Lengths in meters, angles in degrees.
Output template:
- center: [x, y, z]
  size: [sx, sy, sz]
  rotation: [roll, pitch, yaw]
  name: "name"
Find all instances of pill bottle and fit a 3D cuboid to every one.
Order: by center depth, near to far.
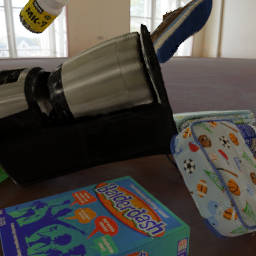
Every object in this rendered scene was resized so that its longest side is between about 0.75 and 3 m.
- center: [2.611, 0.259, 6.513]
  size: [1.147, 0.686, 0.686]
  rotation: [-6, 18, -19]
  name: "pill bottle"
- center: [-2.871, -4.090, 9.546]
  size: [1.798, 1.028, 1.028]
  rotation: [-25, -2, 41]
  name: "pill bottle"

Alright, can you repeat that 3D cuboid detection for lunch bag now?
- center: [1.417, 0.673, 3.946]
  size: [1.332, 1.662, 0.628]
  rotation: [-2, -29, -40]
  name: "lunch bag"

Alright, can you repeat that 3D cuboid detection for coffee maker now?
- center: [-0.694, 0.004, 5.019]
  size: [2.996, 2.878, 2.018]
  rotation: [-15, 8, 12]
  name: "coffee maker"

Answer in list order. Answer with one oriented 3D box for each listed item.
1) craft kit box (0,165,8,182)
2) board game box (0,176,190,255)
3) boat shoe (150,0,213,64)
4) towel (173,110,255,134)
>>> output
- center: [-3.472, 0.284, 6.544]
  size: [2.884, 0.708, 2.920]
  rotation: [2, 17, 14]
  name: "craft kit box"
- center: [-0.489, 1.309, 3.533]
  size: [2.004, 0.451, 1.524]
  rotation: [-10, 20, -28]
  name: "board game box"
- center: [1.587, -3.444, 9.221]
  size: [2.941, 1.062, 1.064]
  rotation: [-45, 53, -12]
  name: "boat shoe"
- center: [1.896, -0.146, 7.575]
  size: [2.279, 0.549, 1.951]
  rotation: [-5, 3, -17]
  name: "towel"
